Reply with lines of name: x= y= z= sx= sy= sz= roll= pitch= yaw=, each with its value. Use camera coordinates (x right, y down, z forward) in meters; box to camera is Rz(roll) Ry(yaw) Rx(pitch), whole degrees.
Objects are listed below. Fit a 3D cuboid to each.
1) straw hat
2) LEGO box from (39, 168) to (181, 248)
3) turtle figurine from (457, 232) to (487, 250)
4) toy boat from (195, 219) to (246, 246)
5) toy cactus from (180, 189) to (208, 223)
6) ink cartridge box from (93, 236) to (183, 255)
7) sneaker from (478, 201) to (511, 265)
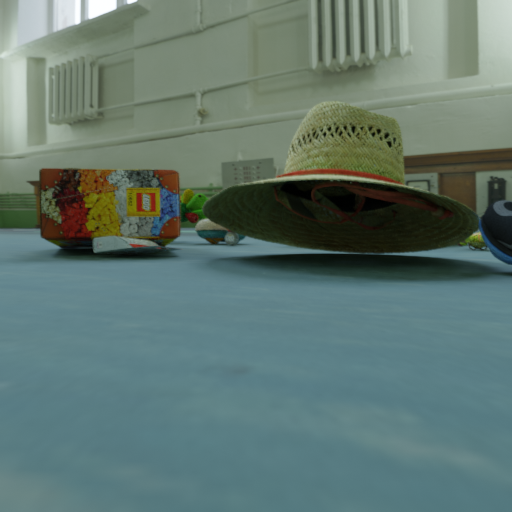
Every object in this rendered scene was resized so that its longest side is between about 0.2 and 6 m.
straw hat: x=1.341 y=-1.339 z=8.620 sx=4.356 sy=1.843 sz=4.356 roll=6 pitch=-9 yaw=1
LEGO box: x=-2.887 y=-0.854 z=11.296 sx=2.411 sy=1.249 sz=3.238 roll=-1 pitch=-2 yaw=-13
turtle figurine: x=4.726 y=-0.347 z=11.758 sx=1.472 sy=0.474 sz=1.187 roll=-7 pitch=-5 yaw=8
toy boat: x=-0.825 y=-0.589 z=14.513 sx=1.415 sy=0.782 sz=1.684 roll=3 pitch=-6 yaw=-19
toy cactus: x=-2.331 y=-0.952 z=15.904 sx=2.417 sy=1.498 sz=2.929 roll=-27 pitch=12 yaw=-26
ink cartridge box: x=-1.993 y=-0.205 z=9.509 sx=1.184 sy=0.338 sz=0.962 roll=-10 pitch=-6 yaw=21
sneaker: x=3.462 y=-0.414 z=5.626 sx=1.149 sy=1.342 sz=3.240 roll=1 pitch=3 yaw=-9
